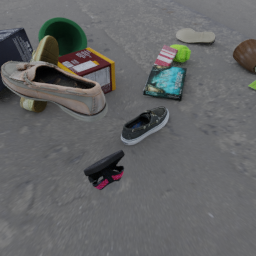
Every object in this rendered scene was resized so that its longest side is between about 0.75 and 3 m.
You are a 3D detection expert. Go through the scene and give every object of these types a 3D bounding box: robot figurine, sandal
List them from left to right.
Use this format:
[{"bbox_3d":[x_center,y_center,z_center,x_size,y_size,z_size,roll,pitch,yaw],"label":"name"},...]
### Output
[{"bbox_3d":[-0.275,0.610,3.697,0.543,1.445,0.326,-25,78,-14],"label":"sandal"},{"bbox_3d":[2.144,-3.192,11.955,1.037,0.684,1.182,-5,22,-31],"label":"robot figurine"}]

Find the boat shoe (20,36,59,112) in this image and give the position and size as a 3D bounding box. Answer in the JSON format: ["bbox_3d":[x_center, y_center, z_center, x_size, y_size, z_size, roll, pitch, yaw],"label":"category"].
[{"bbox_3d":[-2.970,-1.807,9.244,0.792,2.518,0.918,14,6,23],"label":"boat shoe"}]

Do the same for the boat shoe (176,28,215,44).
[{"bbox_3d":[3.328,-4.418,13.795,1.936,0.703,0.607,15,-1,25],"label":"boat shoe"}]

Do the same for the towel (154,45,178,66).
[{"bbox_3d":[1.553,-2.916,11.643,0.714,0.992,0.113,30,3,32],"label":"towel"}]

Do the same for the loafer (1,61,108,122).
[{"bbox_3d":[-1.720,-1.082,6.322,2.849,0.896,1.024,24,53,17],"label":"loafer"}]

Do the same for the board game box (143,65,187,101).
[{"bbox_3d":[1.439,-1.764,10.614,1.397,0.291,2.066,9,40,10],"label":"board game box"}]

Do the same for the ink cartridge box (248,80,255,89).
[{"bbox_3d":[6.013,-1.674,9.960,1.914,0.981,2.589,-31,50,-32],"label":"ink cartridge box"}]

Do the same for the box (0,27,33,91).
[{"bbox_3d":[-5.253,-2.402,10.109,2.747,1.430,2.501,3,38,23],"label":"box"}]

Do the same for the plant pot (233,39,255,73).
[{"bbox_3d":[5.061,-2.813,11.415,1.104,1.104,1.181,-8,53,-9],"label":"plant pot"}]

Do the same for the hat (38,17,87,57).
[{"bbox_3d":[-3.111,-3.638,12.890,2.050,2.179,2.476,29,64,-15],"label":"hat"}]

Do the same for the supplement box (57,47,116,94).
[{"bbox_3d":[-1.604,-1.925,10.141,1.697,1.127,1.674,-28,47,-29],"label":"supplement box"}]

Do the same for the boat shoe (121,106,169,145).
[{"bbox_3d":[0.584,-0.200,8.482,0.697,0.575,2.031,29,47,30],"label":"boat shoe"}]
